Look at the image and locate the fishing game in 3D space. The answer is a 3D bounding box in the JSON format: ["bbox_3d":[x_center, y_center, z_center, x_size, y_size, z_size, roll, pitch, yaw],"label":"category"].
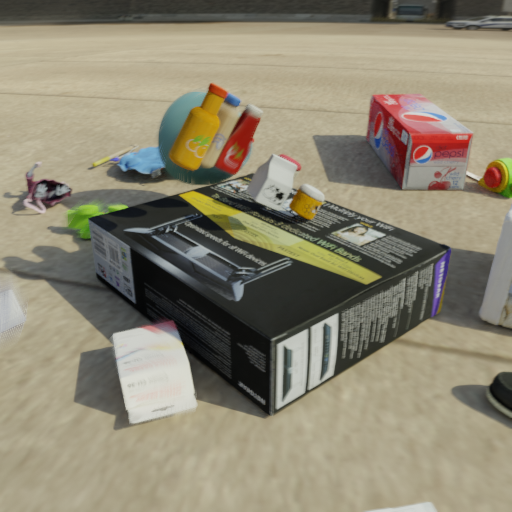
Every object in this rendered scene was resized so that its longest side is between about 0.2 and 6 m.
[{"bbox_3d":[-2.121,-2.454,14.295,3.902,0.607,2.794,1,26,19],"label":"fishing game"}]

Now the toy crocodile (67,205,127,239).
[{"bbox_3d":[-2.816,-0.654,10.532,1.771,0.598,0.547,3,14,23],"label":"toy crocodile"}]

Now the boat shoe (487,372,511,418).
[{"bbox_3d":[3.677,1.653,6.080,2.159,0.677,0.790,15,32,30],"label":"boat shoe"}]

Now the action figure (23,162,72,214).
[{"bbox_3d":[-4.664,-1.395,12.290,1.435,0.961,1.069,12,71,48],"label":"action figure"}]

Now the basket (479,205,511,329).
[{"bbox_3d":[4.509,-0.078,8.290,1.592,1.749,2.581,17,31,25],"label":"basket"}]

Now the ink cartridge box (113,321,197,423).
[{"bbox_3d":[-1.222,1.334,6.655,0.798,0.463,1.371,-12,24,-15],"label":"ink cartridge box"}]

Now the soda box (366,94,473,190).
[{"bbox_3d":[4.080,-3.110,14.598,1.558,1.411,4.450,-1,28,-1],"label":"soda box"}]

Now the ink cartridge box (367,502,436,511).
[{"bbox_3d":[1.145,2.591,4.697,1.134,0.323,0.922,1,26,-15],"label":"ink cartridge box"}]

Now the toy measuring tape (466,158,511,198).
[{"bbox_3d":[5.523,-2.026,13.180,0.828,0.828,2.250,-8,28,-15],"label":"toy measuring tape"}]

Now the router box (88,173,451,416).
[{"bbox_3d":[0.048,0.118,8.512,3.451,1.146,4.390,-21,34,-35],"label":"router box"}]

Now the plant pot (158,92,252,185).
[{"bbox_3d":[-0.776,-2.146,10.632,1.794,1.794,1.209,-22,30,-37],"label":"plant pot"}]

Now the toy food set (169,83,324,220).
[{"bbox_3d":[0.030,-1.512,8.015,2.486,1.119,1.187,20,20,-28],"label":"toy food set"}]

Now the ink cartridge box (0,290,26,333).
[{"bbox_3d":[-3.881,1.078,6.439,1.003,0.472,2.133,-22,6,38],"label":"ink cartridge box"}]
